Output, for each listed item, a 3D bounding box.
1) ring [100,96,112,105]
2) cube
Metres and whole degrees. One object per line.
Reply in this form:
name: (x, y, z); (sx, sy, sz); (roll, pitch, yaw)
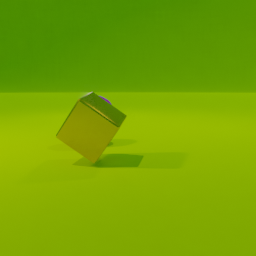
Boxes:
ring: (-1.282, -1.135, 12.921); (1.163, 0.233, 1.163); (20, 30, -12)
cube: (-0.557, -0.033, 4.472); (0.733, 0.733, 0.733); (35, 18, -2)
